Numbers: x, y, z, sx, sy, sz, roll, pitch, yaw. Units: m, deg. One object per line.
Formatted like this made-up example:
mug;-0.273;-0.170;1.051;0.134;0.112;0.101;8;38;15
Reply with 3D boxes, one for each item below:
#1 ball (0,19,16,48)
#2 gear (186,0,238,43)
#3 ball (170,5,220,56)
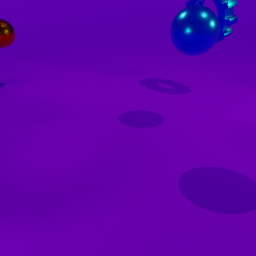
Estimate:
ball;-3.865;-2.862;8.477;0.852;0.852;0.852;0;27;0
gear;2.577;-3.650;8.784;0.353;1.909;1.909;-26;35;-18
ball;1.526;-2.224;6.422;1.108;1.108;1.108;0;27;0
